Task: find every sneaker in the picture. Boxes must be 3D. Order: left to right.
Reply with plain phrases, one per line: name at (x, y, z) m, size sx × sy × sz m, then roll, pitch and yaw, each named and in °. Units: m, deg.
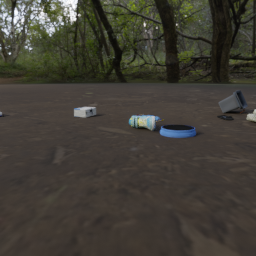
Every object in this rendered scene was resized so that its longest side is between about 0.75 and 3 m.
sneaker at (0.437, -0.159, 8.827) m, size 0.764 × 0.465 × 1.170 m, roll 1°, pitch 2°, yaw -6°

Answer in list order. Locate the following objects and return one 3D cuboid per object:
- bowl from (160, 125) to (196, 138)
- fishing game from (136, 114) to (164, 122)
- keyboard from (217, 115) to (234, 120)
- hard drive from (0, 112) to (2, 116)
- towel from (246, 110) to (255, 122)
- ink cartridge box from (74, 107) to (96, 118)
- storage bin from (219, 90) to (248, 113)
bowl at (1.466, 0.074, 8.248) m, size 1.048 × 0.206 × 1.048 m, roll 0°, pitch 11°, yaw 0°
fishing game at (0.846, -0.365, 10.651) m, size 1.006 × 0.156 × 0.721 m, roll 17°, pitch 19°, yaw 33°
keyboard at (3.849, -0.403, 10.967) m, size 0.469 × 0.100 × 0.781 m, roll -8°, pitch 13°, yaw -6°
hard drive at (-5.986, -0.521, 11.318) m, size 0.916 × 0.176 × 1.389 m, roll 11°, pitch 15°, yaw 43°
towel at (6.104, -0.341, 9.563) m, size 2.850 × 0.511 × 2.960 m, roll -4°, pitch 11°, yaw -21°
ink cartridge box at (-1.778, -0.670, 11.664) m, size 0.577 × 0.333 × 0.796 m, roll 5°, pitch 12°, yaw 25°
storage bin at (4.725, -1.068, 12.599) m, size 0.901 × 0.977 × 1.342 m, roll -26°, pitch -4°, yaw 33°
